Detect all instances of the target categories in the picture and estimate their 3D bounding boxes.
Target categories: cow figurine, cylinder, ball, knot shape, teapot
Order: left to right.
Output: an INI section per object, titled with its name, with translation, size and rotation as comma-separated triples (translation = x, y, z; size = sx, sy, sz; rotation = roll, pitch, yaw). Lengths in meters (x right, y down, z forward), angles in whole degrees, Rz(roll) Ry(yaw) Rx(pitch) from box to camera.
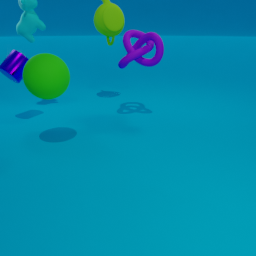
[cylinder]
translation = -3.437, -1.875, 8.584
size = 0.732, 0.732, 0.732
rotation = 19, 70, 41
[cow figurine]
translation = -3.255, -3.550, 8.997
size = 1.228, 1.248, 0.685
rotation = 39, 8, -37
[ball]
translation = -1.931, -1.222, 6.669
size = 1.085, 1.085, 1.085
rotation = 0, 20, 0
[teapot]
translation = -0.774, -4.045, 10.402
size = 1.195, 1.921, 0.941
rotation = -18, 18, -31
[knot shape]
translation = 0.275, -2.413, 8.867
size = 1.485, 0.733, 1.587
rotation = -41, 50, 0
